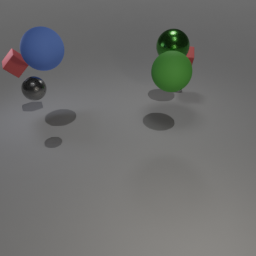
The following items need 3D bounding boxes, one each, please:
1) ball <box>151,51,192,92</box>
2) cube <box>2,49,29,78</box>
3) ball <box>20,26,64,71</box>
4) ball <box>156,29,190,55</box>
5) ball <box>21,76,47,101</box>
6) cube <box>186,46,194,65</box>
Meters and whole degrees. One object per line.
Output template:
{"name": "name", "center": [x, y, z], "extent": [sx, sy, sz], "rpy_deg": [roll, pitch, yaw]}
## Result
{"name": "ball", "center": [1.500, -1.937, 9.636], "extent": [1.400, 1.400, 1.400], "rpy_deg": [0, 31, 0]}
{"name": "cube", "center": [-4.449, -2.555, 11.053], "extent": [0.700, 0.700, 0.700], "rpy_deg": [32, 17, -40]}
{"name": "ball", "center": [-2.806, -2.592, 9.196], "extent": [1.400, 1.400, 1.400], "rpy_deg": [0, 31, 0]}
{"name": "ball", "center": [1.896, -3.463, 11.842], "extent": [1.400, 1.400, 1.400], "rpy_deg": [0, 31, 0]}
{"name": "ball", "center": [-2.731, -1.148, 8.145], "extent": [0.700, 0.700, 0.700], "rpy_deg": [0, 31, 0]}
{"name": "cube", "center": [2.699, -3.347, 13.163], "extent": [0.700, 0.700, 0.700], "rpy_deg": [6, 62, 3]}
